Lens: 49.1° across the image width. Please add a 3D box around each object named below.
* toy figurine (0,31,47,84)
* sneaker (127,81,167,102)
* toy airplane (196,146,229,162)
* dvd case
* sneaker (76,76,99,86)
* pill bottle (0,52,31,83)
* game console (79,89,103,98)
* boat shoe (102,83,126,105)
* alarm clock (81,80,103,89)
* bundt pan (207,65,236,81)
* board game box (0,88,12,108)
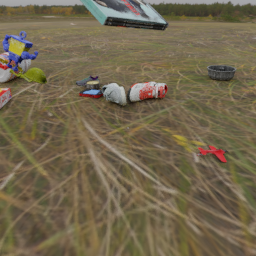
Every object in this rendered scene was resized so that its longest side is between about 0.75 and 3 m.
[{"bbox_3d":[-3.242,-2.263,8.332,2.044,1.224,1.078,26,9,11],"label":"toy figurine"},{"bbox_3d":[0.838,-1.432,11.048,1.008,0.628,1.881,14,26,32],"label":"sneaker"},{"bbox_3d":[2.195,0.622,7.298,0.873,0.161,0.873,0,24,0],"label":"toy airplane"},{"bbox_3d":[-0.285,-3.621,8.033,2.904,0.320,2.120,-18,63,-50],"label":"dvd case"},{"bbox_3d":[-1.861,-2.210,12.868,1.069,0.468,0.398,-1,26,-2],"label":"sneaker"},{"bbox_3d":[-5.805,-3.128,13.888,1.251,1.251,2.230,5,26,10],"label":"pill bottle"},{"bbox_3d":[-1.483,-1.478,11.713,0.955,0.148,0.845,9,27,17],"label":"game console"},{"bbox_3d":[-0.583,-1.268,10.770,0.706,0.692,1.983,-13,22,-13],"label":"boat shoe"},{"bbox_3d":[-1.636,-1.888,12.384,0.930,0.310,0.627,-11,28,-26],"label":"alarm clock"},{"bbox_3d":[4.595,-2.713,13.866,1.394,0.523,1.394,1,25,0],"label":"bundt pan"},{"bbox_3d":[-5.577,-1.081,10.532,1.873,0.434,1.419,-1,26,-2],"label":"board game box"}]
